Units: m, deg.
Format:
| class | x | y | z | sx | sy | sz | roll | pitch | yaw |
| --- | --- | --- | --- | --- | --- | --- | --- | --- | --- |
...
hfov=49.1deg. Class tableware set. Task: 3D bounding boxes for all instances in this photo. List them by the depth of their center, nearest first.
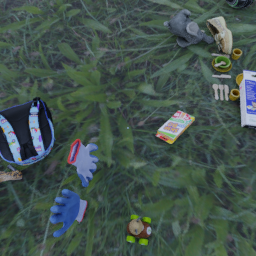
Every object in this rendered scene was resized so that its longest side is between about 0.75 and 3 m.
| class | x | y | z | sx | sy | sz | roll | pitch | yaw |
| --- | --- | --- | --- | --- | --- | --- | --- | --- | --- |
| tableware set | 4.574 | -2.290 | 11.967 | 1.857 | 0.423 | 2.756 | 5 | 60 | 3 |

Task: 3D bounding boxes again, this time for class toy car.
| class | x | y | z | sx | sy | sz | roll | pitch | yaw |
| --- | --- | --- | --- | --- | --- | --- | --- | --- | --- |
| toy car | 0.346 | 3.057 | 8.599 | 0.780 | 0.988 | 0.812 | 9 | 61 | 5 |

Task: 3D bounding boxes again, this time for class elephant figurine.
| class | x | y | z | sx | sy | sz | roll | pitch | yaw |
| --- | --- | --- | --- | --- | --- | --- | --- | --- | --- |
| elephant figurine | 2.811 | -4.344 | 12.760 | 1.461 | 1.333 | 1.884 | -38 | 81 | 11 |

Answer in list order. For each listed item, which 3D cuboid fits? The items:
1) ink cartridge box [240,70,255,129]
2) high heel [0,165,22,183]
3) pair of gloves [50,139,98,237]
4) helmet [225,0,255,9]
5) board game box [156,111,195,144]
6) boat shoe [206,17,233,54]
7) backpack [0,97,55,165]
| class | x | y | z | sx | sy | sz | roll | pitch | yaw |
| --- | --- | --- | --- | --- | --- | --- | --- | --- | --- |
| ink cartridge box | 5.038 | -1.106 | 11.023 | 1.136 | 0.445 | 2.398 | 8 | 71 | -4 |
| high heel | -4.224 | 1.796 | 9.650 | 0.763 | 0.382 | 1.070 | 30 | 56 | 23 |
| pair of gloves | -1.560 | 1.763 | 8.462 | 0.334 | 2.354 | 2.928 | 12 | 73 | 14 |
| helmet | 5.573 | -6.721 | 13.856 | 1.591 | 1.517 | 1.591 | 1 | 85 | -10 |
| board game box | 1.790 | -0.057 | 10.608 | 0.739 | 0.232 | 1.548 | 29 | 58 | 32 |
| boat shoe | 4.214 | -4.229 | 12.887 | 0.740 | 0.866 | 2.362 | -5 | 50 | 2 |
| backpack | -3.520 | 0.309 | 9.857 | 2.038 | 1.502 | 2.232 | -21 | 62 | -12 |
